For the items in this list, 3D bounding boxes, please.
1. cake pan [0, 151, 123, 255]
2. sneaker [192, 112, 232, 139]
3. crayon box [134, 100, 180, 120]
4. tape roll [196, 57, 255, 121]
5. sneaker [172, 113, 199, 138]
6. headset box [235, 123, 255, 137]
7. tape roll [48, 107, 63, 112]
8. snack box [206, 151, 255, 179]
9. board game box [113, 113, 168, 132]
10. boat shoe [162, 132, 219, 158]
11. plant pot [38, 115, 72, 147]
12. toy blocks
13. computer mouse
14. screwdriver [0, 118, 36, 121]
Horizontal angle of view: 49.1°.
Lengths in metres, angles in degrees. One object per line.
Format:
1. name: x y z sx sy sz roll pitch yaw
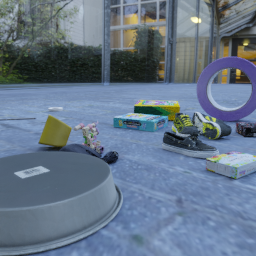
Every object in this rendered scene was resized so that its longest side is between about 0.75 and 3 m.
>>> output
1. cake pan: -1.558 0.998 4.729 2.940 0.539 2.940 0 12 0
2. sneaker: 2.849 -0.046 9.741 0.805 0.708 1.902 3 19 -15
3. crayon box: 1.408 -0.880 13.421 2.046 0.691 2.371 3 12 7
4. tape roll: 4.475 -1.708 12.307 2.744 2.744 0.900 6 13 25
5. sneaker: 1.918 -0.119 9.648 0.643 0.731 1.727 -3 12 -12
6. headset box: 4.237 0.046 9.758 0.714 0.360 0.961 0 12 1
7. tape roll: -4.008 -1.032 15.511 0.800 0.146 0.800 -1 11 0
8. snack box: 2.402 0.800 6.287 1.092 0.289 0.777 -9 15 -36
9. board game box: 0.516 -0.256 11.098 1.764 0.414 1.332 7 13 30
10. boat shoe: 1.625 0.444 7.546 1.679 0.475 0.576 10 15 40
11. plant pot: -2.050 0.148 7.968 0.736 0.835 0.835 19 -7 -16
12. toy blocks: -0.954 0.240 7.793 0.835 0.781 0.703 3 17 29
13. computer mouse: -1.078 0.622 6.870 1.533 0.404 1.062 6 14 26
14. screwdriver: -5.219 -0.315 11.599 2.737 0.382 0.398 -2 -20 -15
